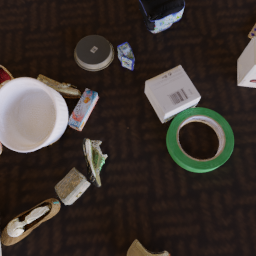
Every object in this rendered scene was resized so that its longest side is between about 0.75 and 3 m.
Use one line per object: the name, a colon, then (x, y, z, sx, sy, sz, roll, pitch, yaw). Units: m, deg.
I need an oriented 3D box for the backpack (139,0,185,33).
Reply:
backpack: (1.313, -4.581, 10.838, 1.567, 1.152, 1.434, -21, 74, -1)

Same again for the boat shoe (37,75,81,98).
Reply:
boat shoe: (-2.484, -1.492, 10.043, 1.717, 0.629, 0.538, 15, 77, 0)

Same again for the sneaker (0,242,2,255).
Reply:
sneaker: (-4.336, 3.537, 8.174, 1.057, 1.044, 2.663, -9, 63, -13)

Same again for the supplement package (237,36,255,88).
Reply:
supplement package: (4.915, -2.229, 9.868, 1.575, 1.506, 1.158, 7, 72, 2)

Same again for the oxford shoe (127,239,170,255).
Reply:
oxford shoe: (1.144, 4.133, 8.059, 2.596, 0.919, 0.958, 24, 71, 8)

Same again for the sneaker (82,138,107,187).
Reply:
sneaker: (-0.982, 1.071, 9.110, 0.736, 0.638, 1.660, -8, 71, -21)

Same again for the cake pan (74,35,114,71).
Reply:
cake pan: (-1.314, -2.937, 10.759, 1.546, 0.284, 1.546, 0, 71, 0)

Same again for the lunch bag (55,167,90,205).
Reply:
lunch bag: (-1.690, 1.822, 8.617, 0.919, 1.120, 0.659, -46, 107, -9)

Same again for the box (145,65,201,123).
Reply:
box: (1.519, -1.176, 9.823, 1.418, 0.932, 1.426, -26, 73, -8)

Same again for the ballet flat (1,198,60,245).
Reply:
ballet flat: (-3.053, 2.836, 8.566, 2.076, 0.751, 0.704, -30, 73, -9)

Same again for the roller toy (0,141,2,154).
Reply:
roller toy: (-4.553, 0.604, 9.339, 0.543, 0.709, 0.777, -13, 72, -4)

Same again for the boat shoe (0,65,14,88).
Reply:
boat shoe: (-4.335, -1.500, 10.079, 0.689, 0.647, 1.870, -34, 75, -11)

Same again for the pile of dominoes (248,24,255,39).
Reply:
pile of dominoes: (6.304, -3.829, 11.000, 2.492, 0.397, 1.942, 31, 74, 9)

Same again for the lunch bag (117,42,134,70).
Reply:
lunch bag: (-0.031, -2.629, 10.435, 0.524, 0.699, 0.822, -31, 74, -10)

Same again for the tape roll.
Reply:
tape roll: (2.418, 0.391, 9.512, 2.184, 0.525, 2.184, 0, 71, 1)

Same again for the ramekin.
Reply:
ramekin: (-3.100, -0.404, 9.122, 2.319, 1.130, 2.319, 0, 89, 13)

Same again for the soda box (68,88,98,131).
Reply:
soda box: (-1.572, -0.646, 9.872, 0.459, 0.493, 1.443, 23, 73, 7)
